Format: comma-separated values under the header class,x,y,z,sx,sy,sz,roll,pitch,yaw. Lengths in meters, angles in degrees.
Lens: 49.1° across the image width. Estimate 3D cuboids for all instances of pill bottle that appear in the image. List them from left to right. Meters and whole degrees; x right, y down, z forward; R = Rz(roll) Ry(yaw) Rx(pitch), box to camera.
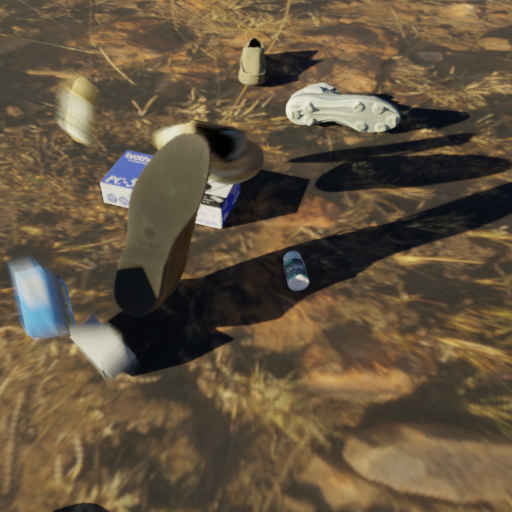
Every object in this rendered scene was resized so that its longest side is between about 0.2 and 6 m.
class,x,y,z,sx,sy,sz,roll,pitch,yaw
pill bottle,0.709,0.264,10.139,0.386,0.386,0.682,-6,45,-6

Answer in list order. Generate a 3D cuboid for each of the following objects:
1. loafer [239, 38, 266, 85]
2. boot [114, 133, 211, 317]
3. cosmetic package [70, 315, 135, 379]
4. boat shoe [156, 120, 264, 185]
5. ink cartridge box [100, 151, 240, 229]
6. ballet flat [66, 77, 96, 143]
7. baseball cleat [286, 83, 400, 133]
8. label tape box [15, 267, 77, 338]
class,x,y,z,sx,sy,sz,roll,pitch,yaw
loafer,-0.116,-5.429,15.609,0.766,0.679,2.015,-2,45,-2
boot,-1.438,-0.528,9.224,1.110,3.017,1.138,23,10,14
cosmetic package,-2.423,1.421,8.831,0.513,0.433,0.961,-45,51,-14
boat shoe,-0.602,-1.954,10.521,0.897,1.000,2.701,-19,-7,36
ink cartridge box,-1.744,-1.405,11.646,2.600,0.575,1.222,13,46,12
ballet flat,-3.240,-2.528,10.134,0.535,1.559,0.491,21,52,-4
baseball cleat,2.152,-3.760,13.757,2.749,0.958,1.463,8,46,7
label tape box,-3.227,0.770,8.698,0.440,1.330,0.953,-15,80,-8
